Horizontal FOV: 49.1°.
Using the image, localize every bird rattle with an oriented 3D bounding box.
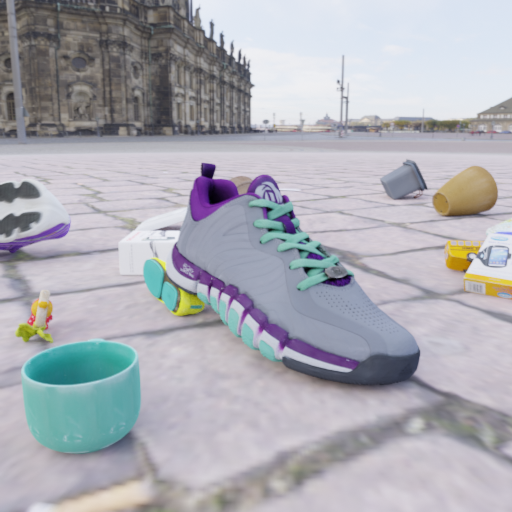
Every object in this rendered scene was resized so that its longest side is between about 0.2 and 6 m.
[{"bbox_3d":[-2.360,0.652,6.217,0.397,0.574,0.704,16,19,-12],"label":"bird rattle"}]

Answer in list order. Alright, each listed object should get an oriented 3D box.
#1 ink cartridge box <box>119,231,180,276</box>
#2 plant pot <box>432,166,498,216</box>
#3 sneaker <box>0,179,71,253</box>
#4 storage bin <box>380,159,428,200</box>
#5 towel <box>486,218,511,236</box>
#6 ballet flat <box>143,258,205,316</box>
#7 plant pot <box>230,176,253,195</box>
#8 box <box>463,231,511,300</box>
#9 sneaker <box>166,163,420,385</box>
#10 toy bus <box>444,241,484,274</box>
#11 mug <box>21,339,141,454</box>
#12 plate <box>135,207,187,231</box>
[{"bbox_3d":[-1.460,-0.054,9.099,1.334,0.560,0.970,0,13,2],"label":"ink cartridge box"},{"bbox_3d":[5.278,-1.534,14.473,1.345,1.253,1.253,-22,21,-22],"label":"plant pot"},{"bbox_3d":[-4.927,-0.398,9.936,3.357,1.354,1.400,-4,-18,7],"label":"sneaker"},{"bbox_3d":[4.709,-2.317,18.021,1.093,1.184,1.627,-26,10,10],"label":"storage bin"},{"bbox_3d":[4.960,-0.452,10.145,1.287,0.310,1.102,-24,17,13],"label":"towel"},{"bbox_3d":[-1.082,0.419,7.417,0.492,0.490,1.467,6,15,-29],"label":"ballet flat"},{"bbox_3d":[-0.092,-0.800,11.192,1.143,1.310,1.310,32,30,35],"label":"plant pot"},{"bbox_3d":[3.611,0.094,8.039,0.823,0.287,1.383,11,38,36],"label":"box"},{"bbox_3d":[0.206,0.016,5.910,1.318,1.550,3.542,-4,21,-43],"label":"sneaker"},{"bbox_3d":[3.580,0.021,8.814,1.122,0.365,0.439,2,51,9],"label":"toy bus"},{"bbox_3d":[-1.240,1.051,4.242,0.826,0.622,1.006,6,14,26],"label":"mug"},{"bbox_3d":[-1.973,-0.815,12.377,1.309,0.212,1.306,-16,11,7],"label":"plate"}]
